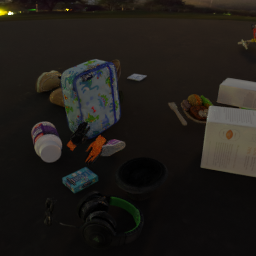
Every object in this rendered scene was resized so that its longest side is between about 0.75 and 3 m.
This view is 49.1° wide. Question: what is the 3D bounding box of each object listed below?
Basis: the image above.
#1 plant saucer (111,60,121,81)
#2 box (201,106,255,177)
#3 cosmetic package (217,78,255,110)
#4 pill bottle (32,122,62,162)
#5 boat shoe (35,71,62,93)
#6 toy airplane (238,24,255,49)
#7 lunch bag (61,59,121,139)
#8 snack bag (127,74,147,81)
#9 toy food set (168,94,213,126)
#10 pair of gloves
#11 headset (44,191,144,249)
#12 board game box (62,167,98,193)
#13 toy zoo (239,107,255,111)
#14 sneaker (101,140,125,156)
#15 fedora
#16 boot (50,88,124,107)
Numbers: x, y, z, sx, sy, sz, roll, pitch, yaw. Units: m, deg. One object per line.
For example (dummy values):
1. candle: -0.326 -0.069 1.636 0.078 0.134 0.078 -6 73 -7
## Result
1. plant saucer: -1.199 -2.328 14.177 2.556 0.468 2.556 -35 32 25
2. box: 3.802 0.445 8.756 2.735 1.701 1.333 9 29 16
3. cosmetic package: 5.557 -1.569 13.066 2.385 0.968 1.346 16 31 31
4. pill bottle: -2.759 0.487 9.564 0.891 0.891 1.599 -11 29 -20
5. boat shoe: -4.171 -2.594 15.536 1.029 0.968 2.703 15 29 2
6. toy airplane: 11.624 -7.737 24.653 2.854 2.022 2.866 6 -9 -11
7. lunch bag: -1.295 -1.127 10.612 1.113 2.699 2.170 23 39 36
8. snack bag: 0.566 -3.161 17.422 0.918 0.104 0.974 14 31 24
9. toy food set: 2.906 -0.816 11.613 2.162 0.434 1.493 -10 53 -27
10. pair of gloves: -1.308 0.484 8.893 1.253 1.117 0.155 39 14 22
11. headset: -0.736 1.984 6.484 2.325 1.092 1.435 2 25 -21
12. board game box: -1.412 1.530 8.315 0.845 0.198 0.638 -23 35 -36
13. toy zoo: 6.215 -1.001 13.193 1.736 0.178 1.139 13 30 23
14. sneaker: -0.681 0.680 9.847 1.060 0.384 0.604 -14 20 -32
15. fedora: 0.378 1.485 7.835 1.575 0.719 1.575 0 28 0
16. boot: -1.953 -1.500 13.381 2.794 0.924 2.447 22 35 37
